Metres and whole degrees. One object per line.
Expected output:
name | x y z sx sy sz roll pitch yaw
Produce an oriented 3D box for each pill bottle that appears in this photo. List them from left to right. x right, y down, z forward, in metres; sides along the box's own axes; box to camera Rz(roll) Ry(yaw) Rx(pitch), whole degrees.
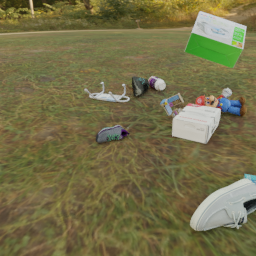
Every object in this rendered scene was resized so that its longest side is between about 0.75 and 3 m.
pill bottle | 1.652 -2.514 15.900 0.639 0.639 1.136 -11 27 -23

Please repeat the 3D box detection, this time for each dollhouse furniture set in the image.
dollhouse furniture set | 1.467 -0.666 8.923 0.492 0.712 0.755 -24 13 30

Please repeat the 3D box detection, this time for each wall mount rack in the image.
wall mount rack | -1.089 -1.748 14.017 2.219 0.827 1.928 8 26 20

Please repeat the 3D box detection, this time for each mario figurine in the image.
mario figurine | 4.062 -1.093 12.229 2.152 1.140 1.328 4 21 4

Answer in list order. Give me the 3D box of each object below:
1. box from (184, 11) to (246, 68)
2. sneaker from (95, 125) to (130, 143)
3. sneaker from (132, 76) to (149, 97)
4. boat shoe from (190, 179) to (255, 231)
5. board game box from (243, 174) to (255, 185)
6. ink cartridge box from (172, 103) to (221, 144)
box | 3.164 -3.197 10.108 1.827 0.883 1.612 21 53 6
sneaker | -0.541 0.250 10.114 0.588 0.500 1.343 25 34 34
sneaker | 0.714 -2.335 15.213 0.957 0.910 2.414 1 25 -2
boat shoe | 2.368 1.821 6.346 2.149 0.750 0.765 -18 35 -30
board game box | 3.637 1.610 7.415 1.038 0.244 0.784 8 26 16
ink cartridge box | 2.647 -0.224 10.753 1.355 0.789 1.860 13 27 27
